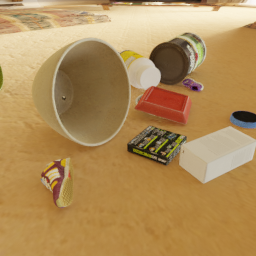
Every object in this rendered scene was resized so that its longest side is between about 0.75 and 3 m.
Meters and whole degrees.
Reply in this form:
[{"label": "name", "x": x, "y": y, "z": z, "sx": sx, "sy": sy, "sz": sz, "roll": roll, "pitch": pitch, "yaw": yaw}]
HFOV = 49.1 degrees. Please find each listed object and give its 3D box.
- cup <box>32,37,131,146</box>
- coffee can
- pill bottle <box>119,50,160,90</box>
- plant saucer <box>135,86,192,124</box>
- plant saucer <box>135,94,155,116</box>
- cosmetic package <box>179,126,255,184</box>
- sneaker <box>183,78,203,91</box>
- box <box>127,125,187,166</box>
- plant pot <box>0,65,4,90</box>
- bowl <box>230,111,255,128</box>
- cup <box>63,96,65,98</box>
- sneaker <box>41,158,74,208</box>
[{"label": "cup", "x": -1.624, "y": -1.034, "z": 8.302, "sx": 2.091, "sy": 2.924, "sz": 2.924, "roll": 6, "pitch": 27, "yaw": 40}, {"label": "coffee can", "x": 2.298, "y": -3.218, "z": 12.718, "sx": 1.830, "sy": 1.830, "sz": 2.501, "roll": 16, "pitch": 34, "yaw": 25}, {"label": "pill bottle", "x": 0.382, "y": -2.459, "z": 11.958, "sx": 1.297, "sy": 1.297, "sz": 2.330, "roll": -13, "pitch": 33, "yaw": -22}, {"label": "plant saucer", "x": 1.315, "y": -0.912, "z": 9.759, "sx": 1.784, "sy": 0.328, "sz": 1.788, "roll": 17, "pitch": 34, "yaw": 9}, {"label": "plant saucer", "x": 1.039, "y": -0.789, "z": 9.951, "sx": 1.568, "sy": 0.394, "sz": 1.568, "roll": 0, "pitch": 30, "yaw": 0}, {"label": "cosmetic package", "x": 2.313, "y": 0.638, "z": 7.209, "sx": 1.814, "sy": 0.646, "sz": 0.920, "roll": -17, "pitch": 34, "yaw": -27}, {"label": "sneaker", "x": 2.676, "y": -1.802, "z": 11.754, "sx": 0.407, "sy": 0.393, "sz": 0.975, "roll": -31, "pitch": 42, "yaw": -33}, {"label": "box", "x": 0.833, "y": 0.442, "z": 7.915, "sx": 1.259, "sy": 0.310, "sz": 1.303, "roll": 19, "pitch": 34, "yaw": 26}, {"label": "plant pot", "x": -6.415, "y": -2.140, "z": 11.219, "sx": 1.962, "sy": 1.835, "sz": 1.835, "roll": -11, "pitch": 29, "yaw": 7}, {"label": "bowl", "x": 3.911, "y": -0.307, "z": 9.323, "sx": 0.970, "sy": 0.190, "sz": 0.970, "roll": 0, "pitch": 30, "yaw": 0}, {"label": "cup", "x": -2.623, "y": -1.592, "z": 10.206, "sx": 1.395, "sy": 1.395, "sz": 0.998, "roll": 0, "pitch": 21, "yaw": 1}, {"label": "sneaker", "x": -1.630, "y": 1.261, "z": 6.309, "sx": 0.703, "sy": 0.585, "sz": 1.561, "roll": -10, "pitch": 24, "yaw": -1}]
